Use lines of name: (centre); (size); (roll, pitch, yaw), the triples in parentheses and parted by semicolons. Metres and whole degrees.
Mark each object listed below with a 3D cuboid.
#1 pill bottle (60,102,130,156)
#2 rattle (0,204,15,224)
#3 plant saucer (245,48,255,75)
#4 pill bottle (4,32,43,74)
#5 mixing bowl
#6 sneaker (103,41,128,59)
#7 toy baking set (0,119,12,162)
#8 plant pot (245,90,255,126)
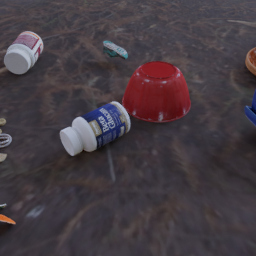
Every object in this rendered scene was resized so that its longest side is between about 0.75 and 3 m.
pill bottle: (-0.808, 0.035, 6.902); (1.606, 0.892, 0.892); (-28, 48, -29)
rattle: (-3.204, 1.510, 4.828); (1.994, 1.425, 1.298); (-15, 22, -8)
plant saucer: (5.620, -2.119, 9.822); (2.877, 0.464, 2.877); (0, 41, 0)
pill bottle: (-3.756, -2.711, 10.112); (0.981, 0.981, 1.718); (1, 39, 1)
mixing bowl: (0.867, -1.243, 8.260); (2.095, 1.135, 2.095); (0, 39, 0)
sneaker: (-0.496, -2.826, 10.532); (1.094, 0.499, 0.424); (36, 42, 15)
toy baking set: (-3.898, 0.250, 7.146); (1.627, 0.247, 2.119); (-19, 43, -21)
plant pot: (3.889, -0.392, 6.817); (1.499, 1.348, 1.499); (13, 33, -27)
